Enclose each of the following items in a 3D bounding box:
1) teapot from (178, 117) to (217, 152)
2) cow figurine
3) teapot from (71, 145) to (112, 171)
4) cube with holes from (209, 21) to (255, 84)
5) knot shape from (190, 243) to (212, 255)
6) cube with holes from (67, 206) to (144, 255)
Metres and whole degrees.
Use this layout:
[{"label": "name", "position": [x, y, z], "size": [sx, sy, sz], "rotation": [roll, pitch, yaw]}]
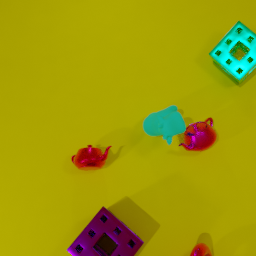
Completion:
[{"label": "teapot", "position": [1.794, 0.194, 7.236], "size": [1.381, 0.859, 0.676], "rotation": [-41, 118, -25]}, {"label": "cow figurine", "position": [0.837, -0.069, 6.921], "size": [1.363, 1.385, 0.760], "rotation": [-35, 104, -48]}, {"label": "teapot", "position": [-0.934, 0.729, 7.101], "size": [1.285, 0.799, 0.629], "rotation": [-13, 69, 28]}, {"label": "cube with holes", "position": [3.052, -2.010, 7.671], "size": [1.090, 1.090, 1.090], "rotation": [46, 108, 14]}, {"label": "knot shape", "position": [1.569, 3.373, 5.967], "size": [1.860, 0.860, 1.741], "rotation": [22, 54, -9]}, {"label": "cube with holes", "position": [-0.465, 2.619, 6.317], "size": [1.145, 1.145, 1.145], "rotation": [38, 76, 12]}]
